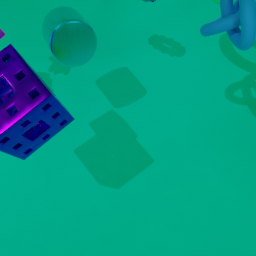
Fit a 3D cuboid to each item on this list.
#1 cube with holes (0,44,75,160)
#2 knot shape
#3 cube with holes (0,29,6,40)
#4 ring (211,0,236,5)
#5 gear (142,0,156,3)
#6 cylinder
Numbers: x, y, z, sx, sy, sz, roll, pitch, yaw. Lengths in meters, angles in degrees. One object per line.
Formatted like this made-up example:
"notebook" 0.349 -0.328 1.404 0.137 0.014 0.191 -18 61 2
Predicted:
"cube with holes" -2.073 -0.415 5.263 1.311 1.311 1.311 -40 73 -6
"knot shape" 2.222 -2.398 5.901 0.796 1.613 1.724 19 77 -21
"cube with holes" -2.706 -1.625 4.494 0.829 0.829 0.829 -42 99 2
"ring" 2.385 -3.889 6.454 0.411 2.053 2.053 -27 70 -26
"gear" 0.183 -3.726 7.582 1.241 1.241 0.230 18 105 7
"cylinder" -1.449 -2.250 6.882 1.131 1.131 1.131 -23 43 -9
